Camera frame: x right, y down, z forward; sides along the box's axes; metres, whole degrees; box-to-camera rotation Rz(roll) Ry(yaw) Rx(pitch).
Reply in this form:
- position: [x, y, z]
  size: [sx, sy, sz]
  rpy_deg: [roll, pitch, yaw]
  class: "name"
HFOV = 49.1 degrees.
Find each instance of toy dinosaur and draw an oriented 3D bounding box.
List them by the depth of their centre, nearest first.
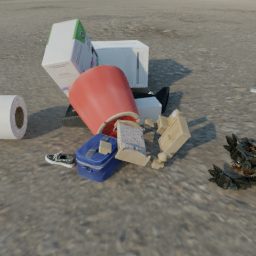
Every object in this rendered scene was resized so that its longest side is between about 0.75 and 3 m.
- position: [3.358, 0.995, 7.227]
  size: [1.943, 1.462, 2.863]
  rpy_deg: [10, 7, -14]
  class: "toy dinosaur"

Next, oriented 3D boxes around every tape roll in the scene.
- position: [-4.044, -0.350, 9.187]
  size: [1.001, 1.459, 1.459]
  rpy_deg: [1, 31, 1]
  class: "tape roll"

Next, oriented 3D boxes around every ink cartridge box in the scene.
- position: [-1.743, -2.124, 9.776]
  size: [1.058, 2.519, 1.824]
  rpy_deg: [-6, 60, 16]
  class: "ink cartridge box"

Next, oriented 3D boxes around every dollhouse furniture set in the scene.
- position: [0.441, -0.066, 8.007]
  size: [2.345, 1.145, 2.000]
  rpy_deg: [18, 40, -21]
  class: "dollhouse furniture set"

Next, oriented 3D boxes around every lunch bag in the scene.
- position: [-0.847, 0.787, 7.836]
  size: [0.928, 0.904, 1.366]
  rpy_deg: [14, 33, 22]
  class: "lunch bag"

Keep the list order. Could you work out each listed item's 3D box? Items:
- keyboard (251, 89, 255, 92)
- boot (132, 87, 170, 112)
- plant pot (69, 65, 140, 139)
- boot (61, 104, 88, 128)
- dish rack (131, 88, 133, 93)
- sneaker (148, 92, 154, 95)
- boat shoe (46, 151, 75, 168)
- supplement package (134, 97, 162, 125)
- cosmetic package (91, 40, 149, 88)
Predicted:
- position: [6.169, -1.595, 12.598]
  size: [1.196, 0.064, 0.337]
  rpy_deg: [15, 29, 23]
  class: "keyboard"
- position: [0.919, -1.241, 11.460]
  size: [1.431, 0.646, 1.747]
  rpy_deg: [9, 37, 13]
  class: "boot"
- position: [-0.647, -0.655, 9.048]
  size: [2.081, 2.081, 1.841]
  rpy_deg: [-15, 57, -23]
  class: "plant pot"
- position: [-1.761, -0.535, 10.515]
  size: [1.168, 0.465, 1.417]
  rpy_deg: [3, 27, 2]
  class: "boot"
- position: [-0.192, -1.481, 12.184]
  size: [0.870, 0.309, 1.134]
  rpy_deg: [-1, 33, 0]
  class: "dish rack"
- position: [0.905, -1.403, 11.992]
  size: [0.767, 0.340, 0.289]
  rpy_deg: [18, 37, 28]
  class: "sneaker"
- position: [-2.006, 0.882, 8.234]
  size: [0.978, 0.334, 0.361]
  rpy_deg: [15, 34, 23]
  class: "boat shoe"
- position: [0.524, -0.612, 10.298]
  size: [1.234, 0.739, 0.748]
  rpy_deg: [-7, 32, -12]
  class: "supplement package"
- position: [-0.766, -2.964, 12.843]
  size: [2.922, 1.796, 2.912]
  rpy_deg: [-2, 23, -7]
  class: "cosmetic package"
